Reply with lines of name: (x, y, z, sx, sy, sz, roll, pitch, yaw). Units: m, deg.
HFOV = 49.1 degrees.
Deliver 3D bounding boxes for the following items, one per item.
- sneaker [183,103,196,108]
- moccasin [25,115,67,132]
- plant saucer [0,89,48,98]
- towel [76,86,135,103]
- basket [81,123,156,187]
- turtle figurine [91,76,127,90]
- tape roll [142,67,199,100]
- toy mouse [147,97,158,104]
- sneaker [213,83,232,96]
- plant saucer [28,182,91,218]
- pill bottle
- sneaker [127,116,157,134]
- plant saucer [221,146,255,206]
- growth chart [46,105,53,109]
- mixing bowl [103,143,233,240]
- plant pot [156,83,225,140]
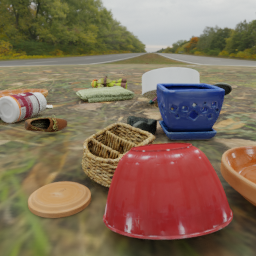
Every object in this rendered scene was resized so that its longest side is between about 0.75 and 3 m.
sneaker: (2.211, -1.253, 12.014, 0.735, 0.758, 2.075, -15, 21, -32)
moccasin: (-2.293, -0.129, 8.046, 1.256, 0.459, 0.485, 7, -11, -42)
plant saucer: (-5.076, -1.361, 12.750, 2.815, 0.527, 2.815, -3, 15, 1)
towel: (-1.194, -1.734, 14.227, 2.690, 0.491, 1.996, -7, 18, -22)
basket: (-0.293, 0.431, 5.239, 0.954, 0.996, 1.337, 5, 11, -33)
turtle figurine: (-1.197, -2.609, 16.556, 2.276, 0.909, 2.823, 1, 16, 2)
tape roll: (1.900, -1.896, 12.497, 2.571, 0.899, 2.571, -1, -6, 0)
toy mouse: (1.159, -1.216, 12.276, 0.724, 0.158, 0.814, -8, -14, -17)
sneaker: (4.233, -1.727, 14.001, 2.053, 0.768, 1.090, -6, 21, 7)
plant saucer: (-1.122, 1.134, 4.636, 1.015, 0.164, 1.015, 1, 15, 0)
pill bottle: (-3.744, -0.787, 10.047, 0.926, 0.926, 1.622, 6, 16, 21)
sneaker: (0.221, -0.001, 7.977, 0.855, 0.571, 1.493, 5, 13, 23)
plant saucer: (2.987, 0.935, 4.389, 2.978, 0.481, 2.978, 5, 13, -1)
growth chart: (-3.713, -0.914, 12.066, 0.952, 0.084, 0.689, -4, 16, -13)
mixing bowl: (0.486, 0.723, 3.893, 1.770, 0.958, 1.770, -5, 1, 0)
plant pot: (1.675, -0.489, 8.023, 1.613, 1.450, 1.613, -1, 16, -4)
